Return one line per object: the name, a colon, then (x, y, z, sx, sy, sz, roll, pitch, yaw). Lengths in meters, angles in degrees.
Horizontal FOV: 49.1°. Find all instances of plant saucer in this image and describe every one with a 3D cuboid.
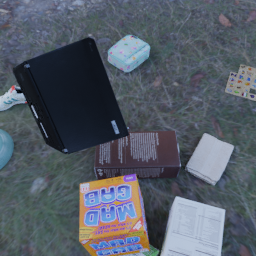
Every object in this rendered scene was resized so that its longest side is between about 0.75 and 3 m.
plant saucer: (-5.259, 0.772, 10.128, 2.088, 0.375, 2.088, 0, 57, 0)

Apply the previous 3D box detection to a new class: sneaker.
sneaker: (-4.686, -1.310, 11.203, 1.889, 0.883, 0.665, -16, 58, -11)

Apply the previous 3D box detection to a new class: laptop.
laptop: (-1.730, -0.779, 7.790, 1.535, 2.634, 2.972, -28, 18, -26)

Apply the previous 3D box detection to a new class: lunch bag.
lunch bag: (0.097, -3.401, 12.715, 1.448, 0.696, 1.805, 35, 63, 21)

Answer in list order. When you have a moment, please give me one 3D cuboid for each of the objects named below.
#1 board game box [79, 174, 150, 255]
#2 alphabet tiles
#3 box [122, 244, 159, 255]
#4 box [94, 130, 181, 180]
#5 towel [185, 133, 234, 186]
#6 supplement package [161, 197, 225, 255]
board game box: (-0.360, 2.535, 7.941, 1.636, 1.636, 1.637, -10, 48, 3)
alphabet tiles: (5.197, -2.003, 12.164, 1.603, 0.072, 1.918, 19, 58, 13)
box: (0.027, 3.914, 8.092, 1.126, 0.283, 1.560, 31, 63, 19)
box: (0.294, 0.929, 9.641, 2.810, 1.053, 1.407, -2, 56, 1)
towel: (2.914, 1.059, 9.970, 1.203, 0.313, 1.815, 27, 60, 16)
supplement package: (1.748, 3.201, 7.860, 1.412, 1.423, 1.875, 14, 57, 9)
